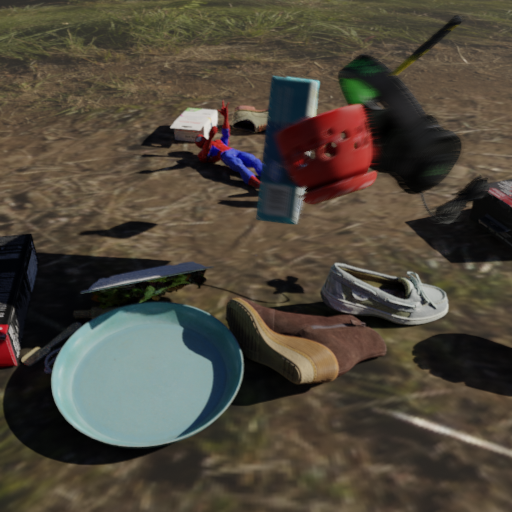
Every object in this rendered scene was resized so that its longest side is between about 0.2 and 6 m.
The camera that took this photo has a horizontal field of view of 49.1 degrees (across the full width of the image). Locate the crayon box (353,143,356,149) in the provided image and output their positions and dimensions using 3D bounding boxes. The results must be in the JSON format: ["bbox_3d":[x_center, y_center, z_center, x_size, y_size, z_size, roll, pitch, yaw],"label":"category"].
[{"bbox_3d":[2.538,-2.652,12.707,0.526,0.836,0.216,18,22,18],"label":"crayon box"}]

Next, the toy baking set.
[{"bbox_3d":[-2.726,1.389,9.361,2.105,0.245,1.616,2,34,4],"label":"toy baking set"}]

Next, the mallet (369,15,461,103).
[{"bbox_3d":[2.971,-3.756,10.835,0.453,2.202,0.725,53,16,3],"label":"mallet"}]

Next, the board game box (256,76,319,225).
[{"bbox_3d":[0.581,-1.849,9.185,0.635,2.042,2.705,8,19,5],"label":"board game box"}]

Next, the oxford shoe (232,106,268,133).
[{"bbox_3d":[0.271,-4.064,17.226,2.096,0.742,0.774,6,57,13],"label":"oxford shoe"}]

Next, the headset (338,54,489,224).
[{"bbox_3d":[2.631,-1.888,9.151,1.585,3.374,2.084,-36,29,4],"label":"headset"}]

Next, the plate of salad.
[{"bbox_3d":[-1.859,0.520,9.768,2.330,0.560,2.330,-11,-2,0],"label":"plate of salad"}]

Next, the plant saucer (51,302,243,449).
[{"bbox_3d":[-1.613,1.773,8.539,2.826,0.387,2.826,2,37,-1],"label":"plant saucer"}]

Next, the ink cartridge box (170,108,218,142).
[{"bbox_3d":[-1.864,-3.885,16.895,0.989,0.568,1.689,8,35,12],"label":"ink cartridge box"}]

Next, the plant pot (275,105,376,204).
[{"bbox_3d":[0.870,-1.184,6.755,1.077,0.981,1.077,-17,3,1],"label":"plant pot"}]

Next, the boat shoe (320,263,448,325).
[{"bbox_3d":[2.336,0.622,9.851,2.369,0.760,0.873,9,32,-9],"label":"boat shoe"}]

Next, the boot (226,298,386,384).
[{"bbox_3d":[0.770,1.269,9.319,1.891,0.822,2.273,-11,32,-36],"label":"boot"}]

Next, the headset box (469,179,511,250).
[{"bbox_3d":[6.070,-0.927,12.183,2.460,0.923,1.828,-12,36,-17],"label":"headset box"}]

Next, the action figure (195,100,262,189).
[{"bbox_3d":[-0.570,-2.939,14.660,1.090,1.653,3.340,-27,40,-34],"label":"action figure"}]

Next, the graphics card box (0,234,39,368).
[{"bbox_3d":[-5.029,0.766,9.805,1.934,0.784,3.083,-7,36,-10],"label":"graphics card box"}]
